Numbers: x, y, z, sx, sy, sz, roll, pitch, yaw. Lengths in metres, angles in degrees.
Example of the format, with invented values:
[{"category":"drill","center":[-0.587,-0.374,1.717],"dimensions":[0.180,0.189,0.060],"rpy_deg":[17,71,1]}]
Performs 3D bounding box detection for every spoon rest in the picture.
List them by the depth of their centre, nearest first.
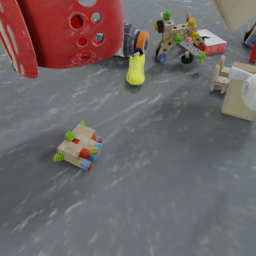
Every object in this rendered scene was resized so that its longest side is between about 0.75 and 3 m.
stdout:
[{"category":"spoon rest","center":[2.192,-0.780,5.038],"dimensions":[0.388,0.635,1.279],"rpy_deg":[5,31,-2]}]

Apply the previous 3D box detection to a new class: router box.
[{"category":"router box","center":[2.794,-3.279,10.697],"dimensions":[1.275,0.347,1.421],"rpy_deg":[-15,42,-17]}]

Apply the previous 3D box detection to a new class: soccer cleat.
[{"category":"soccer cleat","center":[0.253,-1.966,8.828],"dimensions":[0.565,0.730,1.746],"rpy_deg":[2,40,3]}]

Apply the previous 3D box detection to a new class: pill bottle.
[{"category":"pill bottle","center":[-0.366,-3.149,9.931],"dimensions":[2.149,1.141,1.141],"rpy_deg":[13,42,13]}]

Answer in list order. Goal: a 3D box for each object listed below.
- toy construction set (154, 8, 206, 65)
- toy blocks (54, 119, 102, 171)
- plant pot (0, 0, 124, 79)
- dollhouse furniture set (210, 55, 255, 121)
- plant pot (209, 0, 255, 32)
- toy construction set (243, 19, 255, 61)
[{"category":"toy construction set","center":[1.765,-3.408,9.509],"dimensions":[1.806,1.664,2.165],"rpy_deg":[3,49,22]},{"category":"toy blocks","center":[-0.967,0.413,6.212],"dimensions":[0.809,0.591,1.183],"rpy_deg":[23,45,9]},{"category":"plant pot","center":[-1.475,-2.200,5.367],"dimensions":[2.049,2.250,2.250],"rpy_deg":[-23,45,-21]},{"category":"dollhouse furniture set","center":[3.328,-1.395,7.661],"dimensions":[1.912,1.354,2.081],"rpy_deg":[19,44,21]},{"category":"plant pot","center":[2.601,-4.030,6.707],"dimensions":[2.031,1.798,2.028],"rpy_deg":[-35,46,28]},{"category":"toy construction set","center":[5.368,-3.810,9.885],"dimensions":[2.407,2.217,2.886],"rpy_deg":[28,48,29]}]
